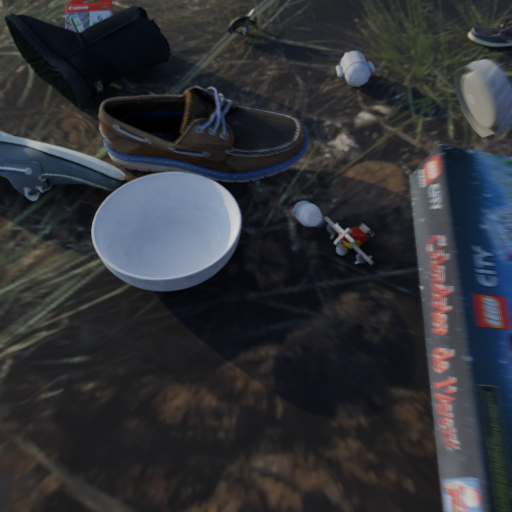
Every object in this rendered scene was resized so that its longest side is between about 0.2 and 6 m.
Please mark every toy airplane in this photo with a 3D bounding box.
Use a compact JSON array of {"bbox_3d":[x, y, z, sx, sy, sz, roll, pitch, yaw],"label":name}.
[{"bbox_3d":[1.317,-0.210,8.039,0.754,0.535,0.758,25,32,-17],"label":"toy airplane"}]

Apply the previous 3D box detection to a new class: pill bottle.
[{"bbox_3d":[0.760,-0.611,8.243,0.338,0.338,0.565,-8,13,-6],"label":"pill bottle"}]

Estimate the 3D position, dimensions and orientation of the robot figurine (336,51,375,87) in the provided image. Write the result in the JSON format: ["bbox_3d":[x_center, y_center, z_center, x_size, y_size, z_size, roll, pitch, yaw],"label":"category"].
[{"bbox_3d":[1.930,-3.633,10.898,0.729,0.485,0.859,-10,49,4],"label":"robot figurine"}]

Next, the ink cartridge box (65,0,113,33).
[{"bbox_3d":[-3.459,-4.881,11.657,0.924,0.427,1.696,-5,70,-4],"label":"ink cartridge box"}]

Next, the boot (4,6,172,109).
[{"bbox_3d":[-3.256,-4.216,10.988,2.261,1.028,2.691,-39,67,-23],"label":"boot"}]

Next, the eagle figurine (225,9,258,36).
[{"bbox_3d":[-0.310,-5.005,12.085,0.667,0.506,0.503,-1,70,-8],"label":"eagle figurine"}]

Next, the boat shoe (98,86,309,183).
[{"bbox_3d":[-0.853,-1.965,8.906,3.390,1.227,1.225,-2,67,3],"label":"boat shoe"}]

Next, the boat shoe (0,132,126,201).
[{"bbox_3d":[-3.573,-1.375,8.962,2.994,1.090,0.925,15,95,4],"label":"boat shoe"}]

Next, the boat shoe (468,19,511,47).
[{"bbox_3d":[5.325,-4.704,11.758,1.598,0.518,0.575,10,51,9],"label":"boat shoe"}]

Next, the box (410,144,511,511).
[{"bbox_3d":[3.187,0.813,5.983,2.691,0.743,3.940,7,65,-10],"label":"box"}]

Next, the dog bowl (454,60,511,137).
[{"bbox_3d":[3.256,-2.236,7.944,0.338,1.154,1.154,-25,52,5],"label":"dog bowl"}]

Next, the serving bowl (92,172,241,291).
[{"bbox_3d":[-1.236,-0.267,7.990,2.059,0.677,2.059,0,50,0],"label":"serving bowl"}]
